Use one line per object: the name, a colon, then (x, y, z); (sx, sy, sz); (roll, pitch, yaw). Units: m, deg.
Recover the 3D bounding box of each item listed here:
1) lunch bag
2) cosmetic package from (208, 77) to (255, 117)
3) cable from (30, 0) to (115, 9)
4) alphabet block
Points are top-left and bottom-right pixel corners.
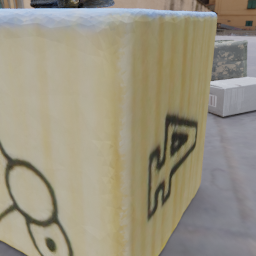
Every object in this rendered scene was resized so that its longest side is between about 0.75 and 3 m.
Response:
lunch bag: (3.618, -2.897, 12.169); (2.428, 1.740, 2.960); (-3, 14, 9)
cosmetic package: (3.293, -0.999, 8.500); (2.065, 0.931, 1.103); (-14, 22, -25)
cable: (-0.875, -2.000, 4.107); (0.979, 0.507, 2.015); (-7, 23, -25)
alphabet block: (-0.495, -0.118, 3.793); (2.666, 2.729, 2.680); (14, 26, 29)
